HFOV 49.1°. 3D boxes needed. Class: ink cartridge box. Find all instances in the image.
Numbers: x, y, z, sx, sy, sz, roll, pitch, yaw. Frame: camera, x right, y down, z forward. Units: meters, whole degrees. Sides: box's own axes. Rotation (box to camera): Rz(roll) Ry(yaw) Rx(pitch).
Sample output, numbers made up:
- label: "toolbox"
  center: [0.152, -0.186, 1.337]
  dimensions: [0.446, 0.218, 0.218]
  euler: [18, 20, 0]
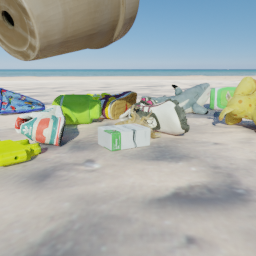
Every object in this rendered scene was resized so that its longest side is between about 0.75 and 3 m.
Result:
- label: "ink cartridge box"
  center: [-0.094, 0.199, 6.722]
  dimensions: [1.064, 0.442, 0.780]
  euler: [-7, 14, -28]

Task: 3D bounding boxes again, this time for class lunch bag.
- label: "lunch bag"
  center: [-4.804, -1.113, 12.042]
  dimensions: [1.683, 1.051, 2.235]
  euler: [7, 4, 41]

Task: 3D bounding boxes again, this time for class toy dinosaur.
- label: "toy dinosaur"
  center: [0.158, -0.182, 7.654]
  dimensions: [1.675, 0.847, 0.488]
  euler: [14, -1, 37]

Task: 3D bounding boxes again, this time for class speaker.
- label: "speaker"
  center: [4.819, -1.260, 12.250]
  dimensions: [2.354, 1.041, 1.041]
  euler: [3, 12, 14]

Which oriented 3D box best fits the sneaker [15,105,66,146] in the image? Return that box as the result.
- label: "sneaker"
  center: [-2.308, -0.188, 7.258]
  dimensions: [1.101, 0.829, 2.355]
  euler: [10, 10, -22]

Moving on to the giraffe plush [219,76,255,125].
- label: "giraffe plush"
  center: [3.819, -0.544, 8.313]
  dimensions: [1.537, 1.636, 1.896]
  euler: [31, 19, 30]

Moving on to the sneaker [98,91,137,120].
- label: "sneaker"
  center: [-0.526, -1.003, 11.075]
  dimensions: [1.204, 1.002, 2.673]
  euler: [11, 14, 21]

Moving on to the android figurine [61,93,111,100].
- label: "android figurine"
  center: [-2.155, -1.475, 14.374]
  dimensions: [2.682, 0.605, 2.946]
  euler: [-4, 11, -18]

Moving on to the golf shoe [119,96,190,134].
- label: "golf shoe"
  center: [0.733, -0.212, 8.034]
  dimensions: [1.184, 1.038, 2.689]
  euler: [-25, 17, -18]

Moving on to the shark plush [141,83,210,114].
- label: "shark plush"
  center: [2.003, -1.265, 11.744]
  dimensions: [2.961, 1.233, 1.345]
  euler: [0, 12, -1]

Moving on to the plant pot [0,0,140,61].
- label: "plant pot"
  center: [-1.556, -2.638, 5.822]
  dimensions: [2.817, 2.817, 2.445]
  euler: [9, 42, 37]

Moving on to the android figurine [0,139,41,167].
- label: "android figurine"
  center: [-2.677, 0.493, 5.640]
  dimensions: [1.650, 0.339, 1.502]
  euler: [-8, 15, -42]

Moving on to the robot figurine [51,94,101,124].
- label: "robot figurine"
  center: [-1.772, -0.636, 9.385]
  dimensions: [1.715, 0.992, 1.505]
  euler: [1, 11, 3]
